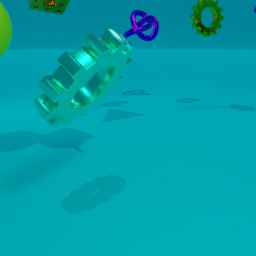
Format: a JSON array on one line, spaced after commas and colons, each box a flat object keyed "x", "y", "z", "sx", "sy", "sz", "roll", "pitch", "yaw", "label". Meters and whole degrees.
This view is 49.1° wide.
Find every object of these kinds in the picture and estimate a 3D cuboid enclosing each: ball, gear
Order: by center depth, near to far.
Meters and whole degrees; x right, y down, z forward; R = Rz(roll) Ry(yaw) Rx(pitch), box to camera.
[{"x": -0.418, "y": -0.474, "z": 2.852, "sx": 0.208, "sy": 1.123, "sz": 1.123, "roll": 46, "pitch": 31, "yaw": 8, "label": "gear"}, {"x": -2.582, "y": -1.659, "z": 4.558, "sx": 1.283, "sy": 1.283, "sz": 1.283, "roll": 0, "pitch": 17, "yaw": 0, "label": "ball"}, {"x": 2.430, "y": -3.394, "z": 8.613, "sx": 1.120, "sy": 1.120, "sz": 0.207, "roll": -7, "pitch": 13, "yaw": -22, "label": "gear"}]

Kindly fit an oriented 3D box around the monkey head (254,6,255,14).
[{"x": 4.054, "y": -3.031, "z": 7.397, "sx": 1.322, "sy": 0.951, "sz": 0.796, "roll": 18, "pitch": 48, "yaw": 26, "label": "monkey head"}]

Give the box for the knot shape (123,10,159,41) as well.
[{"x": 0.499, "y": -3.861, "z": 10.437, "sx": 1.400, "sy": 1.310, "sz": 0.647, "roll": -4, "pitch": -28, "yaw": 18, "label": "knot shape"}]

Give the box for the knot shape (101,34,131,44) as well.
[{"x": -0.396, "y": -2.411, "z": 8.848, "sx": 1.139, "sy": 1.217, "sz": 0.562, "roll": -24, "pitch": 38, "yaw": -29, "label": "knot shape"}]

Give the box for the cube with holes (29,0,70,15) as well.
[{"x": -2.411, "y": -4.313, "z": 8.578, "sx": 1.060, "sy": 1.060, "sz": 1.060, "roll": -1, "pitch": -9, "yaw": -29, "label": "cube with holes"}]
